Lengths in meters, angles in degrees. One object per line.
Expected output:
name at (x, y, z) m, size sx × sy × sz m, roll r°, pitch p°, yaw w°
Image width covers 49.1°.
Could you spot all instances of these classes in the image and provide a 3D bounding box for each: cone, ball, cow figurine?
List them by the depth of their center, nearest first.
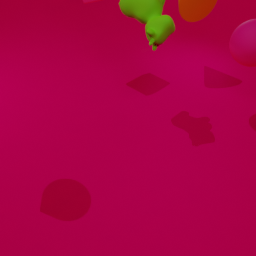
cow figurine at (0.416, -2.703, 6.673) m, size 1.539 × 0.845 × 1.515 m, roll 18°, pitch 91°, yaw 20°
ball at (3.230, -2.174, 7.198) m, size 1.179 × 1.179 × 1.179 m, roll 0°, pitch 43°, yaw 0°
cone at (1.953, -4.434, 9.119) m, size 1.403 × 1.403 × 1.409 m, roll -15°, pitch 49°, yaw -16°

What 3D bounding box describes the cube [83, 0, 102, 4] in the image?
cube at (-0.809, -4.379, 8.381) m, size 0.984 × 0.984 × 0.984 m, roll -30°, pitch 31°, yaw -31°
